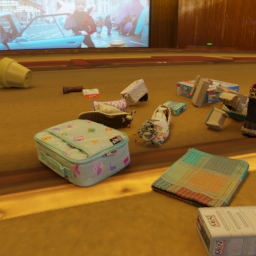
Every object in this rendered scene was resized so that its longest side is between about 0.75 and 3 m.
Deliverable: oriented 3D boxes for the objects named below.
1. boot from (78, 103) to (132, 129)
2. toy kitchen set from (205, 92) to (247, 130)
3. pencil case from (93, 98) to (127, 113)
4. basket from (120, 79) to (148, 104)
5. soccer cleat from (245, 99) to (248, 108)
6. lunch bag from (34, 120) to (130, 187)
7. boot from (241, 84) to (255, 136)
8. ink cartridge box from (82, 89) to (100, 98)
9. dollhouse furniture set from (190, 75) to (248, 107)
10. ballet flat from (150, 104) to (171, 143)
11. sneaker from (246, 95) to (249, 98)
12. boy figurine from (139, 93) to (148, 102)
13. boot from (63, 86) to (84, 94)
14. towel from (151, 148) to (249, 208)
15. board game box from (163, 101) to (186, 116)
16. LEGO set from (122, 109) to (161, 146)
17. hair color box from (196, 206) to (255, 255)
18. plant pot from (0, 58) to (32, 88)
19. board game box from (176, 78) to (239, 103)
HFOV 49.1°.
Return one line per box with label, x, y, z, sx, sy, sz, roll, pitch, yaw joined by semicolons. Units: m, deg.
boot;-1.164;-0.528;11.662;2.225;0.802;1.721;-2;21;-24
toy kitchen set;4.071;-0.501;11.931;1.991;1.595;1.173;31;-5;-42
pencil case;-0.849;-0.982;13.016;1.653;0.707;0.694;-7;14;-16
basket;0.349;-1.844;14.366;1.183;0.730;0.802;-44;20;-24
soccer cleat;6.082;-1.264;14.103;1.632;0.560;0.695;6;29;25
lunch bag;-1.380;0.611;8.279;2.673;1.030;2.144;19;27;41
boot;5.246;-0.822;10.979;2.421;1.823;0.886;-19;27;-41
ink cartridge box;-2.172;-2.063;16.577;0.901;0.280;1.120;-7;20;-16
dollhouse furniture set;4.843;-1.538;14.587;2.730;1.333;2.328;17;21;-6
ballet flat;1.196;-0.296;10.951;1.013;0.856;2.677;8;22;8
sneaker;6.199;-1.583;15.032;1.045;0.429;0.407;12;23;31
boy figurine;0.562;-1.938;15.872;1.000;0.518;1.609;-12;21;-15
boot;-3.307;-2.357;17.208;1.366;0.439;1.273;0;22;-13
towel;2.041;1.274;7.588;1.893;0.280;2.582;13;24;33
board game box;2.133;-0.962;13.545;0.957;0.297;1.268;12;23;28
LEGO set;0.495;-0.032;9.857;1.748;0.495;1.135;25;70;22
hair color box;2.271;1.963;5.390;1.692;0.513;0.838;-1;20;-4
plant pot;-7.363;-3.454;18.341;1.752;1.863;1.863;17;22;2
board game box;4.599;-2.240;16.379;2.506;0.715;2.559;-13;24;-29
